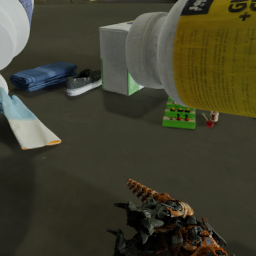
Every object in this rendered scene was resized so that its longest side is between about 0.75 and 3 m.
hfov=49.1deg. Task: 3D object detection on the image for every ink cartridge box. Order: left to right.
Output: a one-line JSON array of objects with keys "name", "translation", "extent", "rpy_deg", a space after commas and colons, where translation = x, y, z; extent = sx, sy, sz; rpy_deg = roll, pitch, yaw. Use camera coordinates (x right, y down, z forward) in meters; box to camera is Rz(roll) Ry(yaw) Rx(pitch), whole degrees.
[{"name": "ink cartridge box", "translation": [0.330, -2.611, 9.830], "extent": [1.238, 2.056, 2.829], "rpy_deg": [17, 33, 31]}]

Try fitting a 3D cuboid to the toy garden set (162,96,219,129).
[{"name": "toy garden set", "translation": [1.844, -0.570, 7.811], "extent": [1.568, 0.375, 1.880], "rpy_deg": [6, 29, 11]}]

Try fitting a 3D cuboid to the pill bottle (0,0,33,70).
[{"name": "pill bottle", "translation": [-2.594, -2.167, 5.325], "extent": [1.422, 1.422, 2.562], "rpy_deg": [-6, 43, -10]}]

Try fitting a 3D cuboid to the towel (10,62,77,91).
[{"name": "towel", "translation": [-2.973, -1.872, 10.093], "extent": [1.234, 0.536, 2.210], "rpy_deg": [21, 36, 34]}]

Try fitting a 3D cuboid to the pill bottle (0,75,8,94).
[{"name": "pill bottle", "translation": [-4.575, -1.401, 8.341], "extent": [1.330, 1.330, 2.402], "rpy_deg": [-19, 33, -31]}]

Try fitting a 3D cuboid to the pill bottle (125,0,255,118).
[{"name": "pill bottle", "translation": [1.394, -0.971, 3.631], "extent": [2.816, 1.577, 1.577], "rpy_deg": [13, 30, 36]}]

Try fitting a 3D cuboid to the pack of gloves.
[{"name": "pack of gloves", "translation": [-3.168, -0.381, 6.383], "extent": [2.278, 0.535, 2.711], "rpy_deg": [-8, 35, -45]}]

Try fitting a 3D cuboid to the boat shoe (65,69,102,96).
[{"name": "boat shoe", "translation": [-1.432, -1.719, 9.736], "extent": [0.711, 0.586, 2.072], "rpy_deg": [13, 31, 23]}]

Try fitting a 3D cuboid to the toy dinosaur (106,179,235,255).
[{"name": "toy dinosaur", "translation": [0.519, 1.419, 3.835], "extent": [1.388, 1.044, 2.045], "rpy_deg": [-1, 6, -33]}]
